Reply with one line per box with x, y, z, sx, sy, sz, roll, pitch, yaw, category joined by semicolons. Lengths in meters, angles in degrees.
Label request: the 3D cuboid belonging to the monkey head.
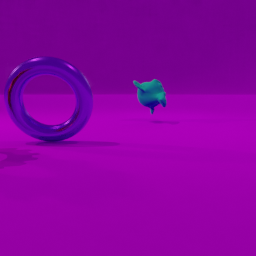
0.857;-1.084;10.008;0.994;1.649;1.186;-24;41;12;monkey head

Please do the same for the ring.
-1.679;-0.576;5.982;1.868;1.868;0.374;0;21;-2;ring
